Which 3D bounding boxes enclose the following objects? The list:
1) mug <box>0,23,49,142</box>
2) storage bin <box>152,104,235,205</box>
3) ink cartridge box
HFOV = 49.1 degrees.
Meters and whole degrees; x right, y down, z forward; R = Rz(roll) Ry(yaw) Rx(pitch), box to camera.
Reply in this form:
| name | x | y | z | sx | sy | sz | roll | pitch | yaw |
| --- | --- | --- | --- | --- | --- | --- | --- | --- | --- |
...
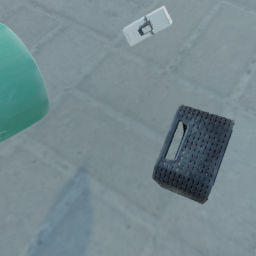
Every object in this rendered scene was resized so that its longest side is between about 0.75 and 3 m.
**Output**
| name | x | y | z | sx | sy | sz | roll | pitch | yaw |
| --- | --- | --- | --- | --- | --- | --- | --- | --- | --- |
| mug | -3.027 | -0.701 | 5.756 | 1.659 | 2.683 | 2.204 | -37 | 94 | -34 |
| storage bin | 1.182 | 0.562 | 5.058 | 0.914 | 1.949 | 1.317 | 19 | 78 | 18 |
| ink cartridge box | 0.594 | -3.039 | 8.302 | 1.309 | 0.546 | 0.951 | -23 | 21 | 20 |
